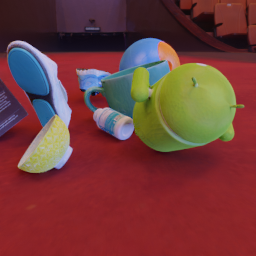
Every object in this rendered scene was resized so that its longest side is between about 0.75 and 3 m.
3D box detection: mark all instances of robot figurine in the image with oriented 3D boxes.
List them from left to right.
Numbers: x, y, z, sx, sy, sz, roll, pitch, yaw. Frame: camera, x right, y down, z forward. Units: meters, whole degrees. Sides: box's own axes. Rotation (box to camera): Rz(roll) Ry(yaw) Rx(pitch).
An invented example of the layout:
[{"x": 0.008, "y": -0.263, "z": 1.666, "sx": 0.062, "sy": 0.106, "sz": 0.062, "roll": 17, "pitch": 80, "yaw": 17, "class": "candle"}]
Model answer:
[{"x": 1.020, "y": -0.327, "z": 5.560, "sx": 2.250, "sy": 1.484, "sz": 2.565, "roll": 24, "pitch": -17, "yaw": -13, "class": "robot figurine"}]

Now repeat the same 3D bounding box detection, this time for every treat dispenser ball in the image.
[{"x": 0.846, "y": -2.267, "z": 11.030, "sx": 2.405, "sy": 2.405, "sz": 2.405, "roll": 0, "pitch": 18, "yaw": 0, "class": "treat dispenser ball"}]

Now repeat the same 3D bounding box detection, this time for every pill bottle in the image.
[{"x": -0.397, "y": -0.153, "z": 7.116, "sx": 1.070, "sy": 0.593, "sz": 0.593, "roll": 27, "pitch": 31, "yaw": 37, "class": "pill bottle"}]

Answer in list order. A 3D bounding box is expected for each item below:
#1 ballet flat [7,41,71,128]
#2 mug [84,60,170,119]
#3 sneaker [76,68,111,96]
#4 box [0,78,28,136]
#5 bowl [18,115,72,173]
[{"x": -1.932, "y": -0.982, "z": 6.521, "sx": 0.986, "sy": 2.839, "sz": 0.986, "roll": -3, "pitch": 52, "yaw": 4, "class": "ballet flat"}, {"x": 0.180, "y": -0.949, "z": 8.198, "sx": 2.375, "sy": 1.469, "sz": 1.952, "roll": -9, "pitch": 18, "yaw": 29, "class": "mug"}, {"x": -1.367, "y": -1.774, "z": 11.028, "sx": 0.880, "sy": 1.009, "sz": 2.244, "roll": 8, "pitch": 9, "yaw": 22, "class": "sneaker"}, {"x": -3.497, "y": -0.614, "z": 6.871, "sx": 1.188, "sy": 1.431, "sz": 1.175, "roll": -43, "pitch": 36, "yaw": -20, "class": "box"}, {"x": -1.469, "y": 0.415, "z": 5.352, "sx": 0.650, "sy": 1.208, "sz": 1.208, "roll": 38, "pitch": 8, "yaw": -19, "class": "bowl"}]
